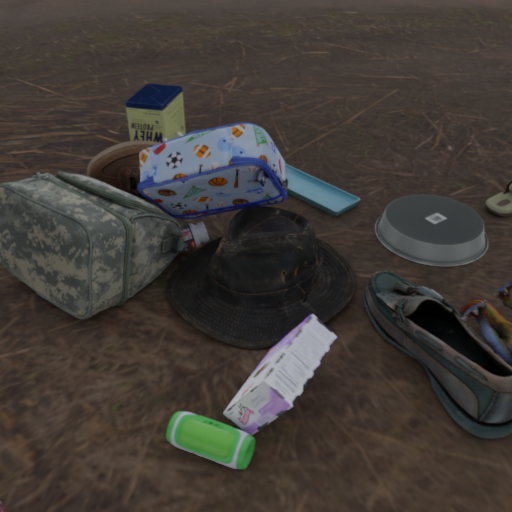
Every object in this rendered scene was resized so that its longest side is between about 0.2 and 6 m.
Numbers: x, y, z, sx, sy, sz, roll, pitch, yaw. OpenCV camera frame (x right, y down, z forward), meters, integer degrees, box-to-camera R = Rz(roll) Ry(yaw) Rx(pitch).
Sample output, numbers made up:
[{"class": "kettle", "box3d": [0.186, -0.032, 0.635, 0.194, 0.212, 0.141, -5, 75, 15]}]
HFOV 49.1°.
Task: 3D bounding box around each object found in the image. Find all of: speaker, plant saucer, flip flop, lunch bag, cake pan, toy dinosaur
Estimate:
[{"class": "speaker", "box3d": [-0.613, 2.462, 7.509, 1.129, 0.499, 0.499, 14, 38, 18]}, {"class": "plant saucer", "box3d": [1.234, -1.597, 13.410, 0.885, 0.240, 2.530, -29, 44, -34]}, {"class": "flip flop", "box3d": [6.033, -1.491, 12.956, 1.966, 0.566, 0.797, -24, 42, -30]}, {"class": "lunch bag", "box3d": [-0.707, -1.445, 10.436, 2.633, 2.110, 0.995, -7, 70, 16]}, {"class": "cake pan", "box3d": [3.731, -0.626, 11.870, 2.349, 0.431, 2.349, 0, 36, 0]}, {"class": "toy dinosaur", "box3d": [4.388, 1.458, 8.427, 2.321, 1.343, 2.557, 52, 13, 9]}, {"class": "lunch bag", "box3d": [-3.088, -0.429, 10.423, 2.832, 1.973, 2.376, 23, 27, 28]}]

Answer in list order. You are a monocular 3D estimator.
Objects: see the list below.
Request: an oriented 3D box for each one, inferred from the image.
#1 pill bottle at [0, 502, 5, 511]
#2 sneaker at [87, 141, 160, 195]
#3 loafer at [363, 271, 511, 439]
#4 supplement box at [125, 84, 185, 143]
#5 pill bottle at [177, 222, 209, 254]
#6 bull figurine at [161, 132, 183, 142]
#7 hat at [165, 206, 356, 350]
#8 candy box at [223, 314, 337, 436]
[{"class": "pill bottle", "box3d": [-3.231, 2.951, 6.497, 0.489, 0.857, 0.489, 0, 36, 0]}, {"class": "sneaker", "box3d": [-2.198, -1.926, 13.048, 3.405, 1.199, 1.286, -8, 40, -10]}, {"class": "loafer", "box3d": [2.882, 1.149, 8.798, 1.262, 1.105, 3.513, -12, 37, -16]}, {"class": "supplement box", "box3d": [-2.668, -3.631, 15.113, 1.026, 1.527, 1.528, 8, 36, 11]}, {"class": "pill bottle", "box3d": [-1.436, -0.357, 11.300, 0.893, 0.517, 0.517, -19, 39, -8]}, {"class": "bull figurine", "box3d": [-2.048, -2.689, 14.578, 0.931, 0.500, 1.534, 48, 41, 6]}, {"class": "hat", "box3d": [0.126, -0.020, 10.168, 3.607, 1.455, 3.607, 1, 36, 0]}, {"class": "candy box", "box3d": [0.342, 1.682, 7.909, 0.527, 1.235, 1.472, 43, 45, 1]}]
